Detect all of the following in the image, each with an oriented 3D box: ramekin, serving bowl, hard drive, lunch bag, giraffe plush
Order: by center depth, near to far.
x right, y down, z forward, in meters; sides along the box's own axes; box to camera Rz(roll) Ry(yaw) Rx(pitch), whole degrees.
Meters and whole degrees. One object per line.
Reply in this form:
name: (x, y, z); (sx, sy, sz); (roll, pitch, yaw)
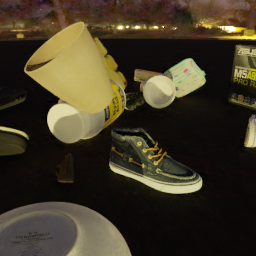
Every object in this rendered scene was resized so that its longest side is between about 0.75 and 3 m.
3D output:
serving bowl: (-1.132, 1.697, 3.499); (2.497, 0.821, 2.497); (0, 23, 0)
ramekin: (1.100, -1.203, 9.698); (1.102, 1.102, 0.579); (5, -4, 12)
giraffe plush: (-1.601, -1.764, 10.017); (2.224, 2.366, 2.742); (-33, -4, 15)
hard drive: (-5.419, -1.091, 10.888); (1.711, 0.537, 2.537); (13, 25, 29)
lunch bag: (2.329, -2.033, 11.495); (1.519, 0.730, 1.894); (-33, -22, 20)

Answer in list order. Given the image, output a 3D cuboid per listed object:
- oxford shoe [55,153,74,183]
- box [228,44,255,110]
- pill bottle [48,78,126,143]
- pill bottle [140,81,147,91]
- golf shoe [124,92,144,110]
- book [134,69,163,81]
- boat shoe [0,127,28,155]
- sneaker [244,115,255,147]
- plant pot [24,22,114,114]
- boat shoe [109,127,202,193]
oxford shoe: (-1.415, 0.852, 6.242); (0.423, 0.364, 1.002); (-4, 22, -6)
box: (5.101, -1.732, 10.124); (0.635, 2.296, 2.866); (-14, 26, -29)
pill bottle: (-1.158, -0.551, 8.278); (1.470, 1.470, 2.642); (8, 23, 19)
pill bottle: (1.178, -1.812, 12.520); (1.214, 0.675, 0.675); (13, 25, 29)
golf shoe: (-0.007, -1.058, 10.791); (0.786, 0.647, 1.663); (7, 12, 23)
book: (1.631, -2.578, 14.254); (1.655, 0.595, 2.478); (-2, 15, -27)
boat shoe: (-3.851, 0.498, 6.502); (2.919, 1.068, 0.915); (1, 57, -25)
sneaker: (3.896, 0.082, 7.767); (1.105, 0.703, 1.939); (15, 26, 26)
plant pot: (-1.139, -1.212, 6.539); (1.649, 1.761, 1.649); (-25, 37, 21)
boat shoe: (0.510, 0.631, 5.942); (2.165, 0.983, 0.766); (12, 25, 28)
